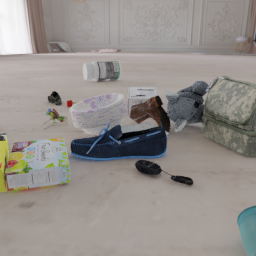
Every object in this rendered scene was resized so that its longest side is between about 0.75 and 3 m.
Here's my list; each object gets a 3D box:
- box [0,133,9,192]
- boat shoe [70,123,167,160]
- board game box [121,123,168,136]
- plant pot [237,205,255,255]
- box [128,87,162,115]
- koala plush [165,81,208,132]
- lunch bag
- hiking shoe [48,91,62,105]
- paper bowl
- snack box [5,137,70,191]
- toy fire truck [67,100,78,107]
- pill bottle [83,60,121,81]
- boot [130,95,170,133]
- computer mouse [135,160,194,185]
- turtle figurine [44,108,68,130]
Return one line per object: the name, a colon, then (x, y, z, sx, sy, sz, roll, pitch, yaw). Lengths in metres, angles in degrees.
box: (-3.820, 0.908, 7.628, 1.005, 0.669, 2.669, -7, 21, -18)
boat shoe: (-0.294, 0.320, 8.762, 2.981, 1.023, 1.254, -3, 20, -9)
board game box: (0.415, 0.177, 10.294, 1.584, 0.205, 1.584, -9, 19, -24)
plant pot: (2.338, 1.906, 4.671, 0.899, 0.899, 0.845, 5, 35, 13)
box: (0.755, -1.389, 13.903, 1.572, 0.810, 2.696, 0, 20, -1)
koala plush: (2.093, -0.712, 10.626, 1.859, 1.794, 2.023, -12, 6, 31)
lunch bag: (3.820, -0.533, 9.443, 1.800, 2.167, 2.584, -8, 21, -22)
hiking shoe: (-3.884, -1.659, 14.875, 0.506, 0.672, 1.336, -16, 25, -37)
paper bowl: (-1.047, -0.489, 10.586, 2.109, 1.097, 2.109, -11, 19, 4)
snack box: (-2.446, 0.906, 7.763, 1.520, 0.566, 2.137, -5, 19, -16)
toy fire truck: (-2.369, -1.227, 14.200, 1.275, 0.311, 0.899, -11, 22, -29)
pill bottle: (-1.961, -4.300, 21.073, 2.640, 1.493, 1.493, -7, 21, -22)
boot: (0.805, -0.340, 11.138, 0.544, 1.578, 1.694, -9, -9, -43)
computer mouse: (0.922, 1.236, 7.451, 1.661, 0.283, 0.487, 18, 17, 29)
turtle figurine: (-2.984, -0.287, 11.514, 0.912, 0.940, 0.677, 14, -10, -22)
